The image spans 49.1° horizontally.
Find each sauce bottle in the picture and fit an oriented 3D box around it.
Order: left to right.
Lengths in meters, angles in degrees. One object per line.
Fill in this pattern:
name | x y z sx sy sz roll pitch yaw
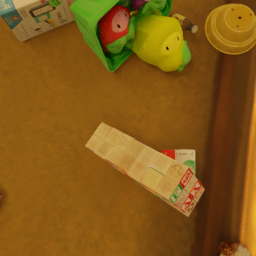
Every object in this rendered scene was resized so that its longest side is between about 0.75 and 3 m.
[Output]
sauce bottle | 1.595 -3.016 8.064 0.343 0.343 1.060 -35 45 -6

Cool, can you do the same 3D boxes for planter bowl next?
planter bowl | 3.227 -3.127 8.369 1.689 0.703 1.689 0 80 1

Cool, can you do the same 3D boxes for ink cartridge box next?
ink cartridge box | -2.655 -3.814 8.077 2.040 1.497 1.490 -24 80 -4
ink cartridge box | 1.417 0.969 7.878 0.918 0.230 0.739 2 79 -1

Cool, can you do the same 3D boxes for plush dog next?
plush dog | 2.634 3.688 7.037 1.738 1.394 1.493 43 66 -21

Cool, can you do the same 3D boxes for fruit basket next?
fruit basket | 0.424 -2.854 7.681 3.179 2.293 3.179 -4 66 9

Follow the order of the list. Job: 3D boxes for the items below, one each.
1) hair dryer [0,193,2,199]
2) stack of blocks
hair dryer | -4.381 2.156 7.493 2.035 0.553 1.550 -14 79 -3
stack of blocks | 0.386 0.968 6.906 2.676 1.541 0.784 27 77 37
